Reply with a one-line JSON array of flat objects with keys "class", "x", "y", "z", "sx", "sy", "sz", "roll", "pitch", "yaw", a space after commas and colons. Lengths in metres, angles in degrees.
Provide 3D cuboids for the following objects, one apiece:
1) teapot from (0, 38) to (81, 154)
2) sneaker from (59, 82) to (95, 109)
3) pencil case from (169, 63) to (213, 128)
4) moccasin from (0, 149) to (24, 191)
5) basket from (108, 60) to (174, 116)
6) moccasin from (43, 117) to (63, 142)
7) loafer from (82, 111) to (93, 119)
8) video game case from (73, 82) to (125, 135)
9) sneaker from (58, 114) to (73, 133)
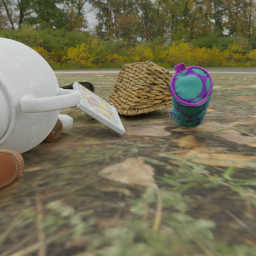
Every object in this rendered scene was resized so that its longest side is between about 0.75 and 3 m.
[{"class": "teapot", "x": -2.720, "y": -0.497, "z": 5.555, "sx": 2.711, "sy": 2.747, "sz": 2.006, "roll": 40, "pitch": 14, "yaw": -8}, {"class": "sneaker", "x": -2.043, "y": -1.153, "z": 9.811, "sx": 2.192, "sy": 0.820, "sz": 1.164, "roll": -26, "pitch": 1, "yaw": -23}, {"class": "pencil case", "x": 1.689, "y": -0.774, "z": 7.769, "sx": 1.071, "sy": 1.163, "sz": 2.517, "roll": -23, "pitch": -15, "yaw": 4}, {"class": "moccasin", "x": -2.687, "y": 0.639, "z": 4.140, "sx": 2.193, "sy": 0.802, "sz": 0.846, "roll": 2, "pitch": -10, "yaw": -4}, {"class": "basket", "x": 0.641, "y": -1.223, "z": 11.063, "sx": 2.019, "sy": 2.107, "sz": 2.828, "roll": 23, "pitch": -2, "yaw": -24}, {"class": "moccasin", "x": -3.100, "y": -0.269, "z": 7.407, "sx": 2.764, "sy": 1.067, "sz": 1.011, "roll": 11, "pitch": 50, "yaw": 23}, {"class": "loafer", "x": -1.282, "y": -0.682, "z": 9.884, "sx": 0.589, "sy": 0.653, "sz": 1.725, "roll": -29, "pitch": 3, "yaw": 3}, {"class": "video game case", "x": -0.832, "y": -0.570, "z": 7.909, "sx": 1.555, "sy": 0.178, "sz": 1.416, "roll": 32, "pitch": 18, "yaw": -31}, {"class": "sneaker", "x": -2.226, "y": -0.195, "z": 8.041, "sx": 1.423, "sy": 0.544, "sz": 0.573, "roll": 9, "pitch": -3, "yaw": 25}]
